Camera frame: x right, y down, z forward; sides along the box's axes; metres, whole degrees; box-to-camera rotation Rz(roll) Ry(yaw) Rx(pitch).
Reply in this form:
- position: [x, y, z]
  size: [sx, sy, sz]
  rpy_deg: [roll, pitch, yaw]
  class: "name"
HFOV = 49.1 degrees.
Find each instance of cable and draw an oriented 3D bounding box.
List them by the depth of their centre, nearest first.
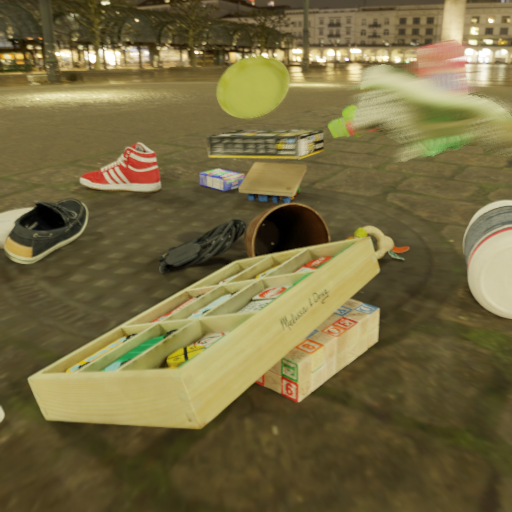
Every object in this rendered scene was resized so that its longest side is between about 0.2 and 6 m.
- position: [-0.986, -0.186, 10.552]
  size: [1.806, 0.459, 1.474]
  rpy_deg: [-26, 7, 5]
  class: "cable"

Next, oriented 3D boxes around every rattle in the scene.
- position: [2.374, -0.111, 11.242]
  size: [1.105, 0.790, 0.720]
  rpy_deg: [10, 52, -14]
  class: "rattle"

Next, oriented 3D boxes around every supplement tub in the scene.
- position: [4.226, -0.017, 9.256]
  size: [1.469, 1.469, 2.094]
  rpy_deg: [6, 23, 15]
  class: "supplement tub"

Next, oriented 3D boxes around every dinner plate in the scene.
- position: [-5.162, -0.722, 12.625]
  size: [2.496, 0.303, 2.496]
  rpy_deg: [-1, 22, 1]
  class: "dinner plate"

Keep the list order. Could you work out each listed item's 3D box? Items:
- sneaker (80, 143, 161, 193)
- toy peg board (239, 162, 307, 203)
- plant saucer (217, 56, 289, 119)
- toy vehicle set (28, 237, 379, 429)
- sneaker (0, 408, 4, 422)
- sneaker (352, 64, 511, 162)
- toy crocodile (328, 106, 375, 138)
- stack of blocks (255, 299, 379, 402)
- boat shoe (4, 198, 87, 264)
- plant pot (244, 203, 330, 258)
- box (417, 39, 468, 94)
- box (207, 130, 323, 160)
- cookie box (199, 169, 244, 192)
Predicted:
- position: [-3.814, -2.507, 15.586]
  size: [2.349, 1.321, 0.837]
  rpy_deg: [4, 22, 9]
  class: "sneaker"
- position: [0.487, -1.816, 14.987]
  size: [1.482, 0.725, 1.475]
  rpy_deg: [6, 38, 17]
  class: "toy peg board"
- position: [-0.059, -4.089, 13.766]
  size: [1.832, 1.832, 0.285]
  rpy_deg: [8, -19, 19]
  class: "plant saucer"
- position: [-0.412, 0.807, 7.237]
  size: [2.596, 0.554, 4.178]
  rpy_deg: [-11, 12, 38]
  class: "toy vehicle set"
- position: [-4.169, 1.271, 6.583]
  size: [2.820, 1.135, 1.077]
  rpy_deg: [7, 25, 20]
  class: "sneaker"
- position: [2.792, -1.950, 8.947]
  size: [2.818, 1.249, 1.084]
  rpy_deg: [24, -5, 12]
  class: "sneaker"
- position: [2.370, -2.833, 11.755]
  size: [1.778, 0.600, 0.549]
  rpy_deg: [-8, 44, 27]
  class: "toy crocodile"
- position: [0.714, 1.130, 7.630]
  size: [1.091, 0.555, 1.894]
  rpy_deg: [17, 28, 39]
  class: "stack of blocks"
- position: [-4.213, -0.716, 11.572]
  size: [0.964, 0.804, 2.583]
  rpy_deg: [25, 27, 2]
  class: "boat shoe"
- position: [0.359, -0.271, 10.295]
  size: [1.448, 1.448, 1.549]
  rpy_deg: [-8, 10, -19]
  class: "plant pot"
- position: [3.957, -3.536, 11.776]
  size: [0.812, 1.701, 0.848]
  rpy_deg: [-4, 4, 33]
  class: "box"
- position: [0.244, -2.524, 12.578]
  size: [2.154, 0.531, 1.720]
  rpy_deg: [5, 20, 23]
  class: "box"
- position: [-0.981, -2.179, 16.028]
  size: [1.018, 0.382, 0.871]
  rpy_deg: [18, 27, 37]
  class: "cookie box"
